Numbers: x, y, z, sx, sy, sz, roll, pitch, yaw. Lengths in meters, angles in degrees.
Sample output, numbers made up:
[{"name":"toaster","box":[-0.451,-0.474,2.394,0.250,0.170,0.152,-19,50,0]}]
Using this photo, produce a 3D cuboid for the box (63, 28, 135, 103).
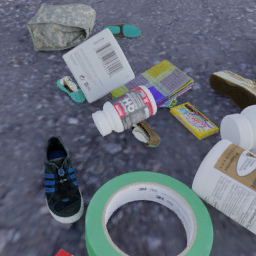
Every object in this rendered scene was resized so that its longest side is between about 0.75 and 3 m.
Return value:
[{"name":"box","box":[-0.970,-2.181,10.075,1.877,1.868,1.608,-29,8,6]}]

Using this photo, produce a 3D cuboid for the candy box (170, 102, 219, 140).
[{"name":"candy box","box":[2.347,-0.289,10.014,0.862,0.223,1.686,-21,48,-23]}]

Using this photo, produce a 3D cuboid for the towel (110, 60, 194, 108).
[{"name":"towel","box":[0.834,-1.543,10.708,2.827,0.322,2.030,-29,49,-5]}]

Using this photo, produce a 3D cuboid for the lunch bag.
[{"name":"lunch bag","box":[-3.049,-4.988,13.818,2.885,1.696,2.366,0,44,7]}]

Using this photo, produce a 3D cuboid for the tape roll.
[{"name":"tape roll","box":[0.477,2.365,6.738,2.968,0.713,2.968,2,39,-2]}]

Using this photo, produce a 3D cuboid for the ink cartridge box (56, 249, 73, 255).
[{"name":"ink cartridge box","box":[-1.262,3.285,6.271,1.053,0.354,0.611,24,49,22]}]

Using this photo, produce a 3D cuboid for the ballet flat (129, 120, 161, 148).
[{"name":"ballet flat","box":[0.319,-0.001,9.319,0.650,0.609,1.796,-12,54,-45]}]

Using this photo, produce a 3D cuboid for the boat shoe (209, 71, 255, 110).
[{"name":"boat shoe","box":[4.364,-1.485,10.696,0.910,1.014,2.740,-28,50,-18]}]

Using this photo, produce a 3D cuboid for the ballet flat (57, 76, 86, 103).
[{"name":"ballet flat","box":[-2.293,-1.696,11.166,0.626,0.655,1.860,-31,51,-24]}]

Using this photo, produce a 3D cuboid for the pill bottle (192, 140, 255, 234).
[{"name":"pill bottle","box":[3.291,1.694,6.927,2.995,1.713,1.713,31,52,28]}]

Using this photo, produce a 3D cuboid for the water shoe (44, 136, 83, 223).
[{"name":"water shoe","box":[-1.941,1.343,7.766,0.946,1.044,2.647,-16,46,-15]}]

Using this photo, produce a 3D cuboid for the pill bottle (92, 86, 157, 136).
[{"name":"pill bottle","box":[-0.127,-0.497,8.683,1.842,1.019,1.019,-28,50,-13]}]

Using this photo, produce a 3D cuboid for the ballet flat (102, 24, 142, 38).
[{"name":"ballet flat","box":[-0.293,-5.177,14.846,2.086,0.707,0.755,2,25,8]}]

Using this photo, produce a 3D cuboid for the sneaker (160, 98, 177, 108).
[{"name":"sneaker","box":[1.564,-1.235,10.819,0.828,0.505,1.269,13,55,16]}]

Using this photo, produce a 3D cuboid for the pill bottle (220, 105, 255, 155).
[{"name":"pill bottle","box":[4.496,0.026,8.716,2.900,1.628,1.628,-7,45,-8]}]
